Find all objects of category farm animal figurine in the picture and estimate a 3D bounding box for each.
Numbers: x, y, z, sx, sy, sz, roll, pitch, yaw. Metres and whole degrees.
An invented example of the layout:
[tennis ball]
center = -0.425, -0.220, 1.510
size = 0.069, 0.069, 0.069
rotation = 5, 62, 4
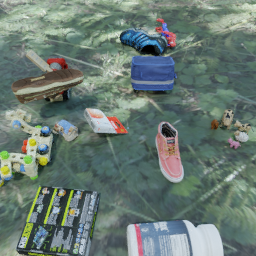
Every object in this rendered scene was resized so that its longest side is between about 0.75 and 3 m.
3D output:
[farm animal figurine]
center = 3.982, -0.065, 10.646
size = 1.195, 0.744, 1.480
rotation = -26, 52, -22

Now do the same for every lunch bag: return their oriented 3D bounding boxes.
[lunch bag]
center = 1.147, -2.346, 12.365
size = 2.061, 1.363, 1.400
rotation = 2, 29, 0

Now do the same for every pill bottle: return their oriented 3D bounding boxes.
[pill bottle]
center = 1.166, 3.128, 7.280
size = 2.281, 1.364, 1.364
rotation = -3, 47, -5

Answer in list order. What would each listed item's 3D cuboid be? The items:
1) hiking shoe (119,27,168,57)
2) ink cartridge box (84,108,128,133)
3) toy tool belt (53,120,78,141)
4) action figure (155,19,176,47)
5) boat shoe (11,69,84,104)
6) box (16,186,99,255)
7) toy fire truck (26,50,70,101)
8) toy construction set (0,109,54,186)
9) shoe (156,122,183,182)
[hiking shoe]
center = 0.651, -4.448, 14.545
size = 2.699, 1.004, 1.170
rotation = 16, 58, 21
[ink cartridge box]
center = -0.796, -0.263, 10.600
size = 1.450, 0.363, 1.176
rotation = 0, 35, -33
[toy tool belt]
center = -2.418, -0.027, 10.666
size = 1.080, 0.664, 0.674
rotation = 27, 53, 23
[action figure]
center = 1.788, -5.080, 15.280
size = 1.221, 0.805, 2.467
rotation = -11, 47, -14
[boat shoe]
center = -2.753, -1.431, 9.961
size = 2.461, 0.911, 0.909
rotation = -12, 40, -6
[box]
center = -1.972, 2.747, 8.246
size = 1.949, 0.479, 2.018
rotation = 3, 48, 5
[toy fire truck]
center = -3.285, -2.452, 11.880
size = 1.393, 2.166, 1.906
rotation = -2, 48, -3
[toy construction set]
center = -3.600, 0.639, 9.758
size = 1.822, 1.280, 2.779
rotation = -4, 58, -4
[shoe]
center = 1.429, 0.783, 9.715
size = 0.751, 0.956, 2.102
rotation = -7, 48, -6
